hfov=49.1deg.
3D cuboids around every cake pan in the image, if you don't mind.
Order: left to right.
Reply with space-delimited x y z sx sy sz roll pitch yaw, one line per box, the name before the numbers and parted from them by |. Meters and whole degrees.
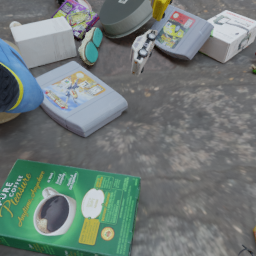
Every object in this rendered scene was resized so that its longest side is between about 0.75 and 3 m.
cake pan | 0.026 -4.880 10.993 3.003 0.551 3.003 -21 51 28

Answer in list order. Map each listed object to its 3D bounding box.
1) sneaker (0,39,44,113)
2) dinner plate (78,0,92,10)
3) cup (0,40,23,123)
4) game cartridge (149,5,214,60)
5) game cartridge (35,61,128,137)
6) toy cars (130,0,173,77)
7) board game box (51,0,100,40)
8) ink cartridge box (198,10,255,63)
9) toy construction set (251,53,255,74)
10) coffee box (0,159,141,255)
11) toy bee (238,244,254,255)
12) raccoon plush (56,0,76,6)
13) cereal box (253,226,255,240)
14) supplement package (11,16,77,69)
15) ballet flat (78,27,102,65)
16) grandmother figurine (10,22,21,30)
sneaker | -2.605 -1.335 4.946 2.788 0.919 1.093 46 14 4
dinner plate | -2.020 -5.661 12.759 0.105 0.864 0.864 -34 40 29
cup | -3.753 -1.077 7.756 2.287 2.287 1.635 -25 77 -21
game cartridge | 1.778 -3.490 10.302 1.585 0.487 2.381 -55 50 11
game cartridge | -1.646 -0.973 8.567 1.909 0.595 2.867 -32 55 -31
toy cars | 0.504 -2.453 6.558 0.557 2.516 1.128 23 11 5
board game box | -2.213 -4.539 11.576 2.061 0.333 1.237 42 94 31
ink cartridge box | 3.675 -3.513 10.598 2.096 0.880 1.525 -36 57 -28
toy construction set | 5.392 -2.540 9.635 1.505 1.387 1.805 -12 49 54
coffee box | -1.307 1.729 6.006 2.993 0.658 1.840 7 48 5
toy bee | 2.530 2.737 4.982 1.328 1.103 2.029 -35 83 -28
raccoon plush | -2.572 -6.545 13.091 2.233 1.080 1.496 -12 46 11
cereal box | 3.348 2.483 5.580 1.413 0.279 1.017 2 48 2
supplement package | -2.989 -3.072 10.041 1.925 1.125 1.129 -20 50 -17
ballet flat | -1.454 -2.940 10.357 0.690 0.747 2.215 -15 39 24
grandmother figurine | -3.873 -3.856 11.167 1.842 0.558 1.117 18 43 13
